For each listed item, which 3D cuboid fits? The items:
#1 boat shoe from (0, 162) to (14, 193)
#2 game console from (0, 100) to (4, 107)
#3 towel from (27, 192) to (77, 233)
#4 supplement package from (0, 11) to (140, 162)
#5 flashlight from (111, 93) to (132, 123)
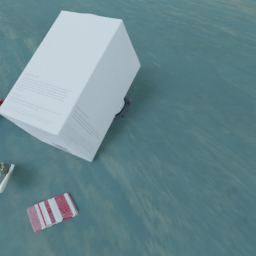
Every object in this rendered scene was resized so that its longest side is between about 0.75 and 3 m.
[{"bbox_3d":[-2.528,0.969,5.580,0.304,0.363,1.016,22,10,-16],"label":"boat shoe"},{"bbox_3d":[-3.970,-0.412,7.211,1.377,0.949,1.598,16,1,-16],"label":"game console"},{"bbox_3d":[-1.464,1.608,5.406,0.841,0.096,0.605,-18,40,-23],"label":"towel"},{"bbox_3d":[-1.154,-0.958,6.384,1.683,1.662,2.776,19,73,25],"label":"supplement package"},{"bbox_3d":[-1.066,-1.301,8.221,0.971,0.974,2.867,-49,54,7],"label":"flashlight"}]
